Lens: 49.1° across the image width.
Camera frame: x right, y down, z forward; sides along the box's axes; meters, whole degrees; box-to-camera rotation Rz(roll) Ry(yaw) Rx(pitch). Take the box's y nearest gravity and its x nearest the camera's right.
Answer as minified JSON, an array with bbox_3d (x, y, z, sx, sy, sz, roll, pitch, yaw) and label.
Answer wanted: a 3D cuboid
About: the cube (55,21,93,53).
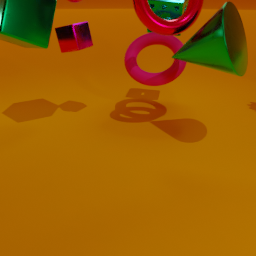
[{"bbox_3d":[-1.562,-2.650,8.173,0.710,0.710,0.710,3,26,32],"label":"cube"}]

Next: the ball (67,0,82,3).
[{"bbox_3d":[-1.348,-3.487,6.928,0.706,0.706,0.706,0,25,0],"label":"ball"}]

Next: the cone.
[{"bbox_3d":[1.756,-1.876,6.663,1.641,1.635,1.635,-6,17,38],"label":"cone"}]

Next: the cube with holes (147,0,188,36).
[{"bbox_3d":[1.259,-3.753,8.868,1.094,1.094,1.094,11,54,14],"label":"cube with holes"}]

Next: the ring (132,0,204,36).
[{"bbox_3d":[0.946,-3.076,6.543,1.767,1.767,0.353,-6,11,-13],"label":"ring"}]

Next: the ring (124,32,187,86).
[{"bbox_3d":[0.833,-2.128,8.542,1.913,0.383,1.913,-3,66,7],"label":"ring"}]

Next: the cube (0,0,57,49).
[{"bbox_3d":[-2.868,-2.923,7.369,1.304,1.304,1.304,17,7,43],"label":"cube"}]
